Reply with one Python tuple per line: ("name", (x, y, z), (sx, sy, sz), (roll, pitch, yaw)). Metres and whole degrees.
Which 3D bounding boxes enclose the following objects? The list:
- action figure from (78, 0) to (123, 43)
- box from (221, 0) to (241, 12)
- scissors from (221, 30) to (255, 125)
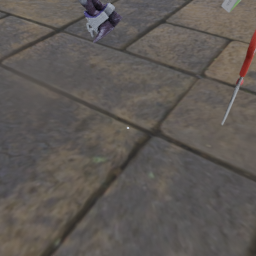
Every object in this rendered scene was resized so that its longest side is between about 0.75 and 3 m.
("action figure", (-1.193, -3.458, 7.032), (0.846, 2.438, 1.586), (-26, 24, 27))
("box", (3.648, -4.444, 7.928), (0.375, 1.488, 2.062), (41, 79, 5))
("scissors", (2.343, -1.091, 5.659), (0.166, 2.382, 0.872), (21, 52, 19))
